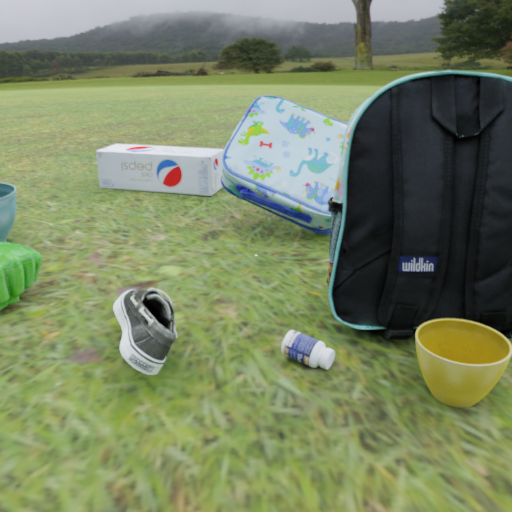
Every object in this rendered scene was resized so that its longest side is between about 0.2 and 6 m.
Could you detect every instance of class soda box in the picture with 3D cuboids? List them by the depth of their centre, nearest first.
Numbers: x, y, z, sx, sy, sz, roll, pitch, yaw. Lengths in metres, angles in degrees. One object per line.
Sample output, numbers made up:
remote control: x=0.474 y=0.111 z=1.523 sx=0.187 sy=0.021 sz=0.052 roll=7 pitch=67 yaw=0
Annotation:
soda box: x=-2.751 y=-2.518 z=16.193 sx=3.556 sy=1.132 sz=1.211 roll=6 pitch=23 yaw=16

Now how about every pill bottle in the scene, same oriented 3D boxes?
pill bottle: x=0.710 y=1.294 z=7.619 sx=0.669 sy=0.372 sz=0.372 roll=19 pitch=28 yaw=27

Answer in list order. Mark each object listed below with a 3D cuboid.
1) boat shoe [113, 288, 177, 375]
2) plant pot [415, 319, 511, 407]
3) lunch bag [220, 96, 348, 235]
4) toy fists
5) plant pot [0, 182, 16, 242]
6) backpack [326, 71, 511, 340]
boat shoe: x=-1.460 y=0.861 z=7.833 sx=0.785 sy=0.707 sz=2.220 roll=34 pitch=5 yaw=-23
plant pot: x=2.502 y=1.380 z=6.910 sx=1.107 sy=0.786 sz=1.107 roll=-1 pitch=22 yaw=0
lunch bag: x=0.867 y=-2.029 z=12.620 sx=3.108 sy=1.281 sz=2.498 roll=23 pitch=69 yaw=7
toy fists: x=-4.706 y=0.545 z=8.865 sx=1.408 sy=0.950 sz=2.762 roll=5 pitch=23 yaw=32
plant pot: x=-5.855 y=-0.721 z=11.588 sx=1.818 sy=1.218 sz=1.818 roll=1 pitch=22 yaw=0
backpack: x=2.754 y=-0.867 z=8.549 sx=3.264 sy=3.713 sz=2.846 roll=3 pitch=18 yaw=10
